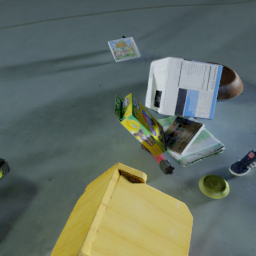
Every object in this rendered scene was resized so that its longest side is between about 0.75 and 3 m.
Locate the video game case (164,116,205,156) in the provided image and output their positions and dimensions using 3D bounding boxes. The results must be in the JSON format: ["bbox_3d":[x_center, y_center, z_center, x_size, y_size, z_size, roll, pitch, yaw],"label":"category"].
[{"bbox_3d":[1.649,0.215,8.937,1.234,0.146,1.123,-50,39,-14],"label":"video game case"}]

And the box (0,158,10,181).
[{"bbox_3d":[-5.090,1.537,8.265,2.229,0.530,2.152,15,41,17],"label":"box"}]

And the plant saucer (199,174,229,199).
[{"bbox_3d":[2.582,1.703,8.371,0.893,0.139,0.893,0,42,0],"label":"plant saucer"}]

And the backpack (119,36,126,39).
[{"bbox_3d":[-0.387,-4.490,15.076,0.513,0.677,0.811,3,40,35],"label":"backpack"}]

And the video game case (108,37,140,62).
[{"bbox_3d":[-0.192,-4.074,14.479,1.369,0.151,1.246,-16,72,-17],"label":"video game case"}]

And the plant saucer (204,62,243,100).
[{"bbox_3d":[3.758,-2.258,12.587,2.810,0.514,2.810,-1,42,1],"label":"plant saucer"}]

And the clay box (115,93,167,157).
[{"bbox_3d":[0.400,-0.172,8.526,0.485,2.036,1.170,-32,33,22],"label":"clay box"}]

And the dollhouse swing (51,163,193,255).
[{"bbox_3d":[-0.121,2.633,6.817,2.263,2.340,2.575,37,43,-13],"label":"dollhouse swing"}]

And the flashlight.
[{"bbox_3d":[0.926,0.842,9.034,0.510,0.512,1.507,-5,37,-27],"label":"flashlight"}]

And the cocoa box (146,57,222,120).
[{"bbox_3d":[1.700,-1.309,9.258,1.668,1.695,2.542,7,9,-8],"label":"cocoa box"}]

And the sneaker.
[{"bbox_3d":[3.784,1.012,8.813,1.384,0.585,0.519,-22,46,-22],"label":"sneaker"}]

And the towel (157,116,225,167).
[{"bbox_3d":[1.955,0.258,9.742,1.754,0.361,2.351,-17,42,-19],"label":"towel"}]
